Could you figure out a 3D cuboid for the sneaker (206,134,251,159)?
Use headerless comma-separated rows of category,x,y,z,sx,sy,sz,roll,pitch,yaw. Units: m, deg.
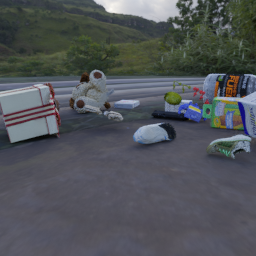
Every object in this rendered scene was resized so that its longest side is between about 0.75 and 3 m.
sneaker,2.633,0.562,7.355,1.223,0.542,0.470,-21,-36,36

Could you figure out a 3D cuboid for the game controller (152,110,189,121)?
game controller,1.941,-0.557,12.680,1.703,0.359,0.888,9,2,32

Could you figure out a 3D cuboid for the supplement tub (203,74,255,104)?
supplement tub,5.773,-1.988,15.206,2.999,1.838,1.838,7,15,31

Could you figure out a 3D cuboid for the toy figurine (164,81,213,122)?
toy figurine,2.710,-0.932,11.980,2.313,1.220,1.386,23,34,-4

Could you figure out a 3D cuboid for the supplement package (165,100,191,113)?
supplement package,2.441,-0.992,13.526,1.168,0.685,0.683,6,15,25

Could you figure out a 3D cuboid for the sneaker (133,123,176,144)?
sneaker,0.884,0.185,8.929,1.689,0.607,0.612,-2,-13,-40

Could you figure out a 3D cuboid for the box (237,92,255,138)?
box,4.778,-0.496,7.903,2.126,1.213,2.312,-26,21,-11

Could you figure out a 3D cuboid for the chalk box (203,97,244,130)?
chalk box,3.853,-0.612,11.037,1.802,1.121,1.115,4,14,22

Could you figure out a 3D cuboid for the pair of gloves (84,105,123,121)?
pair of gloves,-0.930,-0.552,10.642,1.524,0.267,1.296,14,7,-10

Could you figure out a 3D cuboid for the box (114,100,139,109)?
box,-0.050,-1.356,15.954,1.080,0.285,1.385,5,13,18

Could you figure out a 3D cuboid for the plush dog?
plush dog,-2.078,-1.770,14.764,2.046,2.382,1.911,22,-10,35

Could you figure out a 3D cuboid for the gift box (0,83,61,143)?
gift box,-3.221,-0.483,9.393,1.790,1.769,1.917,-16,23,-24

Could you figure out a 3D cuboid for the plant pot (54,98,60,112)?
plant pot,-3.673,-0.971,12.716,1.202,1.202,1.190,0,5,2
